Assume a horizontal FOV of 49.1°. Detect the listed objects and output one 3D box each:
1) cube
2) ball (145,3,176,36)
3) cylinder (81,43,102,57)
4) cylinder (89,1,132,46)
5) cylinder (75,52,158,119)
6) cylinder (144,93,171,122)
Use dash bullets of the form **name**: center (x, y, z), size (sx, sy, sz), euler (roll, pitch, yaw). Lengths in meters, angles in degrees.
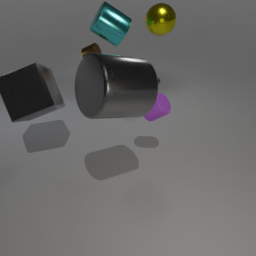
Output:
- **cube**: center (-3.041, -1.089, 8.919), size (1.400, 1.400, 1.400), euler (-21, 4, 3)
- **ball**: center (1.477, -4.874, 12.636), size (1.400, 1.400, 1.400), euler (0, 31, 0)
- **cylinder**: center (-1.681, -3.483, 12.961), size (0.700, 0.700, 0.700), euler (-18, 25, 22)
- **cylinder**: center (-0.782, -4.586, 12.414), size (1.400, 1.400, 1.400), euler (26, 24, -22)
- **cylinder**: center (-0.280, -0.923, 6.339), size (1.400, 1.400, 1.400), euler (-4, 28, -36)
- **cylinder**: center (0.871, -0.642, 8.803), size (0.700, 0.700, 0.700), euler (-25, 14, 38)
